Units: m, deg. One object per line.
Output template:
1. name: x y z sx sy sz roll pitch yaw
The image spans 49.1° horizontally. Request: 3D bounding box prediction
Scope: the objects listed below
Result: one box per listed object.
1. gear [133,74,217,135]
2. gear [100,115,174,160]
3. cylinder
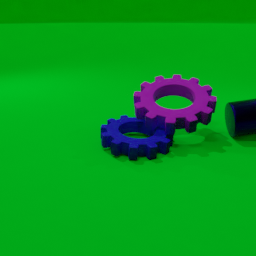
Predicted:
1. gear: 1.124 -0.638 6.864 1.953 0.361 1.953 -3 42 3
2. gear: 0.204 0.169 6.550 1.671 0.309 1.671 3 26 -1
3. cylinder: 2.935 -0.259 6.877 0.872 0.872 0.872 -8 22 4
